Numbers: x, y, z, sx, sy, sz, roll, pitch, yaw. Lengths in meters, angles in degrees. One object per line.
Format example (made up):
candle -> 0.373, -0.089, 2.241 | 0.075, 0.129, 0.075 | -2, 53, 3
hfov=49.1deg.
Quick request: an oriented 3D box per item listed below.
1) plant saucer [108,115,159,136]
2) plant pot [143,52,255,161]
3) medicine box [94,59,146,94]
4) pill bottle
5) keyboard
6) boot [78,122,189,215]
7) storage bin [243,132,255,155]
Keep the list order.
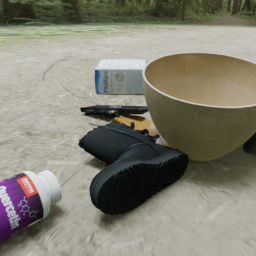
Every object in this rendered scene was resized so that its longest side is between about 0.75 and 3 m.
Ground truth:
plant saucer -> 0.091, -0.022, 8.261 | 1.656, 0.293, 1.656 | 1, 27, -1
plant pot -> 1.809, -0.392, 6.851 | 2.997, 2.012, 2.997 | 1, 34, -1
medicine box -> -0.270, -2.288, 12.292 | 2.138, 1.101, 1.948 | 0, 25, 3
pill bottle -> -1.969, 1.303, 4.683 | 1.618, 0.910, 0.910 | -23, 33, -39
keyboard -> -0.567, -0.546, 8.985 | 2.436, 0.251, 1.548 | 4, 12, 36
boot -> -0.250, 0.637, 6.061 | 2.693, 0.997, 2.207 | -14, 29, -43
storage bin -> 3.980, 0.235, 7.159 | 1.741, 0.816, 1.177 | 14, 29, 27
